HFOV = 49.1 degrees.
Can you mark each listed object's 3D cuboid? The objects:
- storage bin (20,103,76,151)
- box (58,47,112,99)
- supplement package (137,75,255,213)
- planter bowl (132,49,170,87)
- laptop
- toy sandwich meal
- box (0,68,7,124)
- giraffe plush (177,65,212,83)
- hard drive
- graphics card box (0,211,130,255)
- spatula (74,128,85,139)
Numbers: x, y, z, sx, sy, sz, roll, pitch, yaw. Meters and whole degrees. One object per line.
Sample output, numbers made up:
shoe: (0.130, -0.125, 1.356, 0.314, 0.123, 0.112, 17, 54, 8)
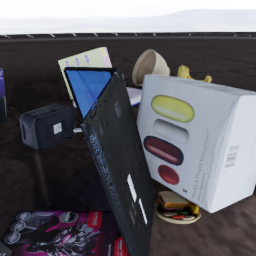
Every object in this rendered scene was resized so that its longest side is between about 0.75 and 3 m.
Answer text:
storage bin: (-2.004, -0.052, 7.156, 0.596, 0.859, 1.270, 16, 27, 35)
box: (-1.479, -2.049, 10.481, 1.703, 1.498, 0.823, -13, 15, 16)
supplement package: (1.288, 0.113, 5.152, 1.440, 1.872, 1.958, -4, 19, -41)
planter bowl: (1.116, -2.445, 12.266, 1.099, 1.633, 1.633, 19, 12, -30)
laptop: (-0.466, 0.415, 4.244, 1.355, 2.326, 2.624, -9, 27, 15)
toy sandwich meal: (0.797, 1.270, 4.537, 0.814, 0.279, 0.814, 3, 6, 0)
box: (-5.005, -0.968, 8.190, 2.603, 1.026, 1.837, -4, 37, -24)
giraffe plush: (2.419, -1.573, 10.500, 1.266, 1.348, 1.562, 11, 32, 7)
hard drive: (-0.524, -1.036, 10.188, 1.620, 0.311, 2.455, 16, 28, 35)
graphics card box: (-0.824, 1.599, 3.762, 1.704, 0.433, 1.069, -1, 23, 1)
spatula: (-0.387, 0.137, 7.602, 1.960, 0.157, 1.363, -11, 30, -31)
